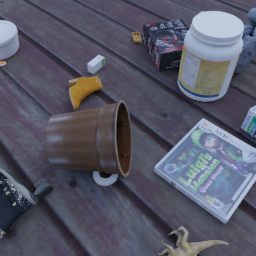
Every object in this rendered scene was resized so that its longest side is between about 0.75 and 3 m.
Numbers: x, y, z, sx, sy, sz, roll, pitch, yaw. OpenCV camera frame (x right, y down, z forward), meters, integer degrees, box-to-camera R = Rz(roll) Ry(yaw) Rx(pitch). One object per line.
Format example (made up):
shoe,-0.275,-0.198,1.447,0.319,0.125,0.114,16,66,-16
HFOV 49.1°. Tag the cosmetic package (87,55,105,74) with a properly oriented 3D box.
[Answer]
cosmetic package,-1.445,-2.887,12.700,0.353,0.448,0.833,28,57,19

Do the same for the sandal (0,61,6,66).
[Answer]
sandal,-6.181,-3.027,12.920,1.002,0.287,0.384,-10,51,-8

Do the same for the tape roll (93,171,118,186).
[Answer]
tape roll,-0.733,1.504,9.177,0.832,0.152,0.832,0,50,0

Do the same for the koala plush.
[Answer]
koala plush,4.254,-3.941,12.383,2.821,2.502,2.593,31,68,19

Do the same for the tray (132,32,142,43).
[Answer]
tray,0.453,-4.631,14.341,0.387,0.145,0.785,2,48,-12

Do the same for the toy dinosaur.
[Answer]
toy dinosaur,1.531,3.257,7.554,2.084,0.607,1.054,-26,70,-11

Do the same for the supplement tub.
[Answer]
supplement tub,3.158,-2.721,10.922,2.117,2.927,2.117,0,50,0

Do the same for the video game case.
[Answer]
video game case,2.811,1.203,9.306,2.687,0.345,2.956,34,58,26

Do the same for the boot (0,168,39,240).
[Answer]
boot,-3.796,2.156,8.237,2.095,0.756,1.582,24,63,33

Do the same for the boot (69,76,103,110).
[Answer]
boot,-1.692,-1.516,11.393,1.337,0.657,1.868,-10,46,-6

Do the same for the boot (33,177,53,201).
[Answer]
boot,-2.830,1.960,8.767,0.882,0.299,0.576,-32,45,-24

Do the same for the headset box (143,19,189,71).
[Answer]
headset box,2.041,-3.845,13.118,2.036,1.028,2.739,-12,51,-10

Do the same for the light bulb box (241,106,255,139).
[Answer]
light bulb box,5.358,-0.170,9.998,1.678,1.056,1.693,-28,55,-22

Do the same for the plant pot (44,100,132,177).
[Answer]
plant pot,-1.204,0.368,8.837,2.317,2.340,2.340,-3,49,12

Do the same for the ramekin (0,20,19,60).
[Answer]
ramekin,-6.277,-4.134,13.371,2.204,1.027,2.204,0,50,0
